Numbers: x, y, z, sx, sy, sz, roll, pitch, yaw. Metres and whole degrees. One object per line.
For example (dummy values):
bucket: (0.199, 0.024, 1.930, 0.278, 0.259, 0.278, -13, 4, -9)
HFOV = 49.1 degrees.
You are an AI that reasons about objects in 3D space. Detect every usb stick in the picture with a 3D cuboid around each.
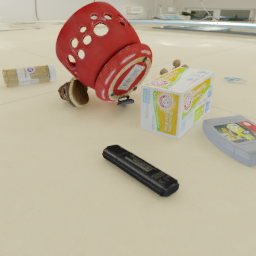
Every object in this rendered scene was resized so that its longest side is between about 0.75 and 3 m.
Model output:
usb stick: (0.218, 0.940, 6.639, 0.616, 0.362, 2.222, -14, 28, -40)

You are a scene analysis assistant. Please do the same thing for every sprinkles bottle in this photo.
sprinkles bottle: (-4.585, -2.481, 13.154, 2.348, 0.801, 0.801, -13, 29, -23)

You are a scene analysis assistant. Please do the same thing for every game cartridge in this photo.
game cartridge: (3.187, 0.263, 7.975, 1.539, 0.473, 2.313, -12, 28, -14)

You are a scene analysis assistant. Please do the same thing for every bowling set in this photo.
bowling set: (1.695, -1.868, 11.269, 1.739, 1.341, 2.498, -7, 26, -14)

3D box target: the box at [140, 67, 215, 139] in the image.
box: (1.667, -0.945, 9.183, 1.362, 1.511, 2.687, 16, 32, 31)

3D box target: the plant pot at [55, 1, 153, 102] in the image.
plant pot: (-0.766, -2.634, 10.268, 2.900, 2.900, 2.640, -24, 65, -40)

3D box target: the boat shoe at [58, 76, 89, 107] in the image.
boat shoe: (-2.190, -1.373, 10.957, 0.992, 0.994, 2.756, -30, 28, 8)

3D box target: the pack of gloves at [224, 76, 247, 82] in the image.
pack of gloves: (5.192, -2.332, 13.650, 1.061, 0.209, 0.892, 11, 18, 13)

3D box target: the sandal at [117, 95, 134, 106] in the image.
sandal: (-0.145, -1.009, 10.089, 0.587, 0.330, 1.543, -9, 6, -7)
